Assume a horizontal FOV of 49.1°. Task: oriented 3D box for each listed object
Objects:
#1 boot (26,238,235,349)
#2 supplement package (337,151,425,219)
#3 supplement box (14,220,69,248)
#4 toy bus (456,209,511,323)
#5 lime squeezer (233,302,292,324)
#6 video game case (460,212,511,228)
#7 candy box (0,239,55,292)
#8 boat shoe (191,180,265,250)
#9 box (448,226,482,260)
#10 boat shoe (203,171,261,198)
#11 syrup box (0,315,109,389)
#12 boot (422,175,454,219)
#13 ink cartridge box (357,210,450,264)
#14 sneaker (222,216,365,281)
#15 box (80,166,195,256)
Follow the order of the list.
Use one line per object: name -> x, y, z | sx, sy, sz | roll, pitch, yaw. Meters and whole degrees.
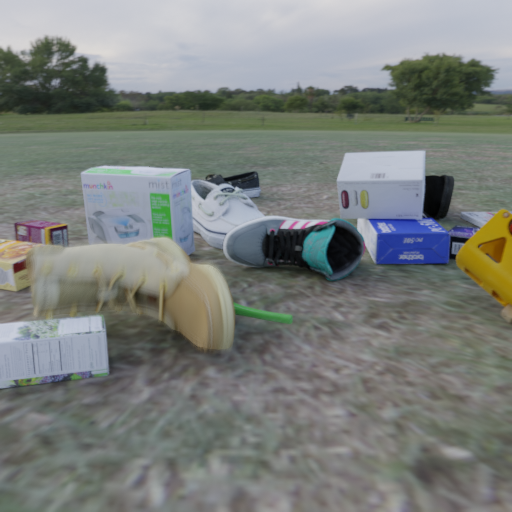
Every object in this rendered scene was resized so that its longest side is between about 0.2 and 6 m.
boot -> -1.509, 0.420, 6.380 | 1.927, 0.902, 2.479 | -2, 23, -32
supplement package -> 2.380, -1.337, 10.562 | 1.511, 0.838, 1.177 | 1, 36, 19
supplement box -> -3.850, -0.291, 10.057 | 0.916, 0.600, 0.473 | 10, 17, 28
toy bus -> 3.415, 0.372, 6.938 | 1.000, 1.827, 1.936 | -44, 17, 4
lime squeezer -> -0.420, 0.609, 7.388 | 0.764, 0.408, 2.163 | 10, 7, -32
video game case -> 5.507, -0.780, 12.576 | 1.320, 0.167, 1.449 | -1, 15, -2
candy box -> -4.120, 0.095, 8.881 | 1.727, 0.478, 0.997 | 7, 18, 21
boat shoe -> -0.661, -0.885, 11.219 | 1.199, 1.088, 3.259 | -11, 19, -35
box -> 3.782, -0.225, 10.072 | 0.644, 0.454, 0.871 | 9, 19, 30
boat shoe -> -1.078, -1.962, 15.700 | 2.535, 0.718, 0.870 | -7, 17, -23
syrup box -> -2.180, 0.974, 5.734 | 1.261, 0.513, 0.496 | -5, 17, -16
boot -> 3.402, -1.502, 13.426 | 2.007, 1.010, 2.685 | 7, 5, -2
ink cartridge box -> 2.708, -0.475, 10.706 | 1.250, 0.588, 2.659 | 0, 16, 4
sneaker -> 0.718, -0.119, 8.907 | 2.344, 0.980, 1.415 | -4, 9, -12
box -> -2.051, -0.767, 9.908 | 1.742, 1.537, 0.842 | 6, 20, 17
